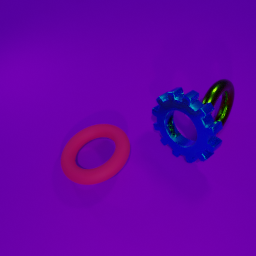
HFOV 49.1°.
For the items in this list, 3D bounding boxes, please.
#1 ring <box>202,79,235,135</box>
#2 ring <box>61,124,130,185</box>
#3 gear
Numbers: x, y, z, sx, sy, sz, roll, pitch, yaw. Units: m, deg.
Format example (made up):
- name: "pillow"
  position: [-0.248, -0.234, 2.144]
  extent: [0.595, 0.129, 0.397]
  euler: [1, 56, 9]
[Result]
- name: "ring"
  position: [2.525, -0.523, 8.037]
  extent: [0.361, 1.804, 1.804]
  euler: [26, 57, 35]
- name: "ring"
  position: [-0.903, 0.665, 7.679]
  extent: [1.989, 0.398, 1.989]
  euler: [-11, 45, 11]
- name: "gear"
  position: [1.507, -0.050, 7.457]
  extent: [0.378, 2.041, 2.041]
  euler: [-31, 59, -32]
